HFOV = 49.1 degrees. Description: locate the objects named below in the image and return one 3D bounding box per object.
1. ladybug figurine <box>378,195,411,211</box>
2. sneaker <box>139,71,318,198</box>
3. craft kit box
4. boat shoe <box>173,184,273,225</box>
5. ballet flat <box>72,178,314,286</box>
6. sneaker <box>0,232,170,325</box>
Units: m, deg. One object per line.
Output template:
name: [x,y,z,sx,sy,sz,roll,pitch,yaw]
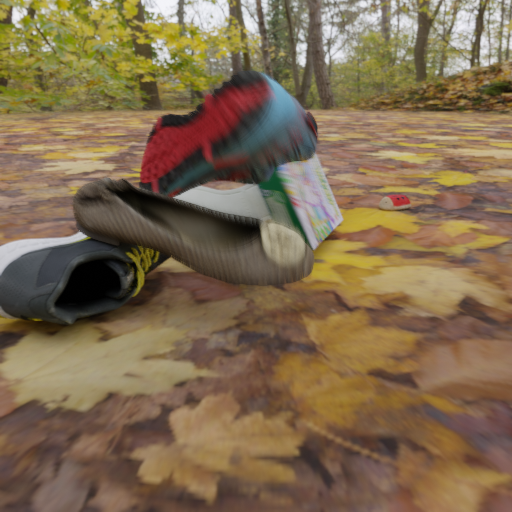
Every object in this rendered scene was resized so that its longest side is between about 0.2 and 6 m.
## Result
ladybug figurine: [3.184,-1.224,12.811,0.826,0.297,0.560,-10,20,-27]
sneaker: [-0.444,-1.251,7.421,1.432,1.189,2.998,19,-19,-38]
craft kit box: [0.650,-1.339,9.754,0.559,2.305,2.277,-21,8,22]
boat shoe: [-0.696,-0.704,10.612,3.251,1.184,1.004,-15,-17,-24]
ballet flat: [-0.762,-0.361,6.615,2.999,0.695,1.010,15,32,9]
sneaker: [-1.862,0.149,7.427,1.371,1.207,3.240,16,30,33]
